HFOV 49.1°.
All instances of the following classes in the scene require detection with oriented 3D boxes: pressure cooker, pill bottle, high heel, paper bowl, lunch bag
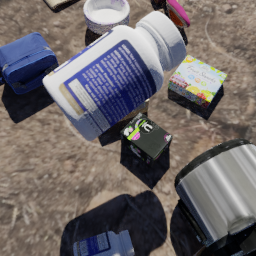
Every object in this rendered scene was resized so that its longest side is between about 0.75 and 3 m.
[{"bbox_3d":[2.846,2.038,7.156,2.552,2.591,2.901,-14,58,-24],"label":"pressure cooker"},{"bbox_3d":[-0.633,3.329,7.577,1.508,0.902,0.902,-15,65,-7],"label":"pill bottle"},{"bbox_3d":[-0.222,-1.212,6.268,2.899,1.735,1.735,-37,69,-4],"label":"pill bottle"},{"bbox_3d":[2.131,-5.271,11.647,1.324,0.928,2.754,-29,64,-2],"label":"high heel"},{"bbox_3d":[-0.840,-4.487,11.304,1.814,0.943,1.814,0,64,0],"label":"paper bowl"},{"bbox_3d":[-3.562,-2.182,9.934,2.083,1.415,1.378,-32,69,-14],"label":"lunch bag"}]

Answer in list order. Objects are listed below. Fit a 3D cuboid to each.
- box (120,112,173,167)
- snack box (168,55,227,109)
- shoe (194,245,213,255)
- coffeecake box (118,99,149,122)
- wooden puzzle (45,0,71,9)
[{"bbox_3d":[0.583,0.374,9.023,1.367,0.850,1.015,38,70,17],"label":"box"},{"bbox_3d":[2.507,-1.699,10.180,1.648,0.558,1.390,33,70,14],"label":"snack box"},{"bbox_3d":[1.876,3.644,7.703,1.204,0.321,0.421,-43,106,-14],"label":"shoe"},{"bbox_3d":[-0.505,-1.393,9.888,1.730,0.823,2.253,-21,66,-10],"label":"coffeecake box"},{"bbox_3d":[-2.884,-6.647,12.548,2.497,0.578,2.313,-33,69,-15],"label":"wooden puzzle"}]
